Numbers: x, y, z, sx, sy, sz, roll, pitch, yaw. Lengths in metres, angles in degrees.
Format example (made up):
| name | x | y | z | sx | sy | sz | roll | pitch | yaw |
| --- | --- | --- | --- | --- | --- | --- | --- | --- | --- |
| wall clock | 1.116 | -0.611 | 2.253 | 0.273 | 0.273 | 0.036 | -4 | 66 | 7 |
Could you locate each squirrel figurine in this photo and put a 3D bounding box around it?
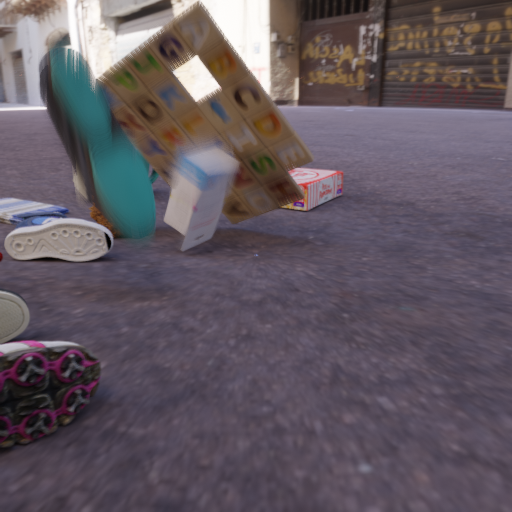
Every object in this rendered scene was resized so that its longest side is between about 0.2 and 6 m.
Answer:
| name | x | y | z | sx | sy | sz | roll | pitch | yaw |
| --- | --- | --- | --- | --- | --- | --- | --- | --- | --- |
| squirrel figurine | -2.490 | -0.806 | 10.142 | 0.974 | 0.909 | 0.689 | -13 | 23 | -35 |

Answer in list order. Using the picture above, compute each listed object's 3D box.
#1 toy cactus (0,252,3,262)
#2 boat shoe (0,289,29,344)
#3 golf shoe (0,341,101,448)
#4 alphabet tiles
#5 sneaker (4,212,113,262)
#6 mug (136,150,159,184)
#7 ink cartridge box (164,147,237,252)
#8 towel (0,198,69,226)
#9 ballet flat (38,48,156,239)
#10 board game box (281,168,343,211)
| name | x | y | z | sx | sy | sz | roll | pitch | yaw |
| --- | --- | --- | --- | --- | --- | --- | --- | --- | --- |
| toy cactus | -4.450 | 0.277 | 7.115 | 2.052 | 1.049 | 1.693 | 5 | 27 | -14 |
| boat shoe | -3.622 | 0.632 | 5.963 | 2.278 | 0.818 | 0.770 | -7 | 24 | -14 |
| golf shoe | -2.436 | 1.117 | 4.498 | 2.295 | 0.833 | 1.057 | -13 | 23 | -35 |
| alphabet tiles | -0.832 | -1.985 | 9.335 | 2.924 | 3.498 | 0.132 | -17 | 35 | 39 |
| sneaker | -3.111 | -0.430 | 9.304 | 1.775 | 0.715 | 1.299 | -4 | 22 | 5 |
| mug | -3.091 | -1.906 | 12.981 | 1.771 | 1.095 | 1.455 | 6 | 6 | -15 |
| ink cartridge box | -0.949 | -0.918 | 9.105 | 0.522 | 1.537 | 0.885 | 34 | 34 | 20 |
| towel | -5.006 | -0.929 | 11.651 | 1.764 | 0.210 | 1.296 | 10 | 19 | 23 |
| ballet flat | -2.021 | -1.326 | 7.009 | 0.894 | 2.448 | 0.894 | -23 | 10 | 5 |
| board game box | 0.488 | -1.664 | 13.200 | 2.562 | 0.593 | 1.941 | 11 | 21 | 29 |
